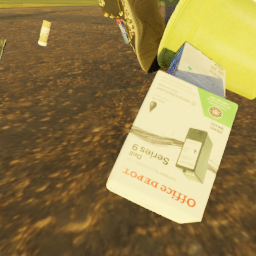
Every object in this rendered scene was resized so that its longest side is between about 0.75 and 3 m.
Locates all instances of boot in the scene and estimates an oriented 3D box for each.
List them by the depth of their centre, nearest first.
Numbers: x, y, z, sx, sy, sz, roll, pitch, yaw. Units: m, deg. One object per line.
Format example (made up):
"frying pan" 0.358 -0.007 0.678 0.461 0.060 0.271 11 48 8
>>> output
"boot" 0.085 -2.930 7.556 0.963 2.633 1.982 -33 43 -8

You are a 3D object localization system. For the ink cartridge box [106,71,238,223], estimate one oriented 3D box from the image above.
"ink cartridge box" 0.658 0.289 4.191 1.347 0.776 1.846 24 69 2

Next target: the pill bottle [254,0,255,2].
"pill bottle" 3.053 -3.353 8.107 1.446 1.446 2.598 3 -10 5

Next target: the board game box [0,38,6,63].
"board game box" -4.215 -1.635 7.185 1.648 0.343 2.437 11 53 -23

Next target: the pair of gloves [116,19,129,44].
"pair of gloves" -0.280 -4.028 10.283 0.210 1.842 1.481 -17 -13 9

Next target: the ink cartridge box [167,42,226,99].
"ink cartridge box" 1.357 -1.021 5.579 1.065 0.596 1.561 33 42 -7

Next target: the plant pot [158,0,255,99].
"plant pot" 2.385 -1.979 6.524 2.357 2.564 2.564 35 40 14

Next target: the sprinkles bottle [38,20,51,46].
"sprinkles bottle" -2.720 -3.101 9.160 0.266 0.779 0.266 17 19 -6
